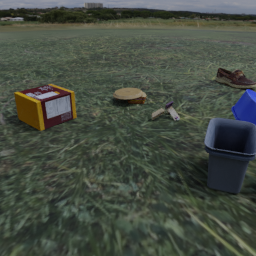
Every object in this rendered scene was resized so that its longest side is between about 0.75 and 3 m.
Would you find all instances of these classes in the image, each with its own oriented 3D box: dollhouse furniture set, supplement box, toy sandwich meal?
[{"bbox_3d":[1.633,-0.418,12.176,1.153,0.914,0.819,-29,74,-8],"label":"dollhouse furniture set"},{"bbox_3d":[-3.497,-0.962,11.968,1.808,1.217,1.833,21,33,38],"label":"supplement box"},{"bbox_3d":[0.072,-1.570,14.134,1.693,0.580,1.693,-3,25,1],"label":"toy sandwich meal"}]

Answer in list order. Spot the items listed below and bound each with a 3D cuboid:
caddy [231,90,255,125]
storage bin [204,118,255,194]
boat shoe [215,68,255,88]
[{"bbox_3d":[4.979,-0.405,10.749,1.782,1.323,2.521,25,27,0],"label":"caddy"},{"bbox_3d":[2.959,0.795,7.995,1.535,1.417,2.109,9,27,18],"label":"storage bin"},{"bbox_3d":[6.425,-3.039,16.713,0.968,0.966,2.683,-15,29,-29],"label":"boat shoe"}]
